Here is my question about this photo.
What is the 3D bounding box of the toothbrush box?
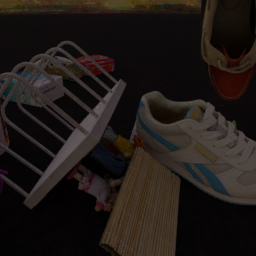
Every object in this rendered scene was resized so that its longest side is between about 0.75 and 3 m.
[{"bbox_3d":[-3.010,-1.265,8.808,1.592,0.679,1.165,10,28,20],"label":"toothbrush box"}]

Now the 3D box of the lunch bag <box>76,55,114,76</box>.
[{"bbox_3d":[-1.335,-2.574,11.638,1.492,0.611,1.314,-19,37,-33],"label":"lunch bag"}]

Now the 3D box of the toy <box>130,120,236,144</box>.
[{"bbox_3d":[1.296,-0.085,6.554,2.394,0.565,1.379,4,26,8],"label":"toy"}]

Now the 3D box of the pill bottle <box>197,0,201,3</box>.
[{"bbox_3d":[1.652,-2.937,4.871,1.524,1.524,2.633,3,30,7],"label":"pill bottle"}]

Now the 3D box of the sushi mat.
[{"bbox_3d":[0.310,1.100,3.995,1.003,0.127,2.097,37,29,-8],"label":"sushi mat"}]

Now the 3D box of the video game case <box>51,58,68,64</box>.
[{"bbox_3d":[-3.552,-3.029,13.046,0.921,0.116,1.286,21,33,37],"label":"video game case"}]

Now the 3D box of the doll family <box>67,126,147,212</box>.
[{"bbox_3d":[-0.152,0.536,4.725,1.157,0.840,1.863,37,26,-11],"label":"doll family"}]

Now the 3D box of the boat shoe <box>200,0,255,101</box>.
[{"bbox_3d":[1.023,-0.878,2.746,0.624,1.753,0.549,-2,49,15],"label":"boat shoe"}]

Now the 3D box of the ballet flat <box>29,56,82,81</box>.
[{"bbox_3d":[-2.938,-2.394,10.945,2.541,0.898,0.898,10,28,20],"label":"ballet flat"}]

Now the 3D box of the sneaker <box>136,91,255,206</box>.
[{"bbox_3d":[1.383,0.289,4.796,2.956,1.194,1.131,21,48,26],"label":"sneaker"}]

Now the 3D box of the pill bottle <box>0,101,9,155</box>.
[{"bbox_3d":[-3.222,-0.539,5.472,1.322,2.316,1.322,0,26,0],"label":"pill bottle"}]

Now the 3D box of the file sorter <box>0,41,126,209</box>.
[{"bbox_3d":[-1.344,-0.301,4.996,1.583,1.764,2.543,40,25,-12],"label":"file sorter"}]

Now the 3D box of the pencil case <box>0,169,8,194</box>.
[{"bbox_3d":[-3.136,0.401,3.938,2.735,1.264,1.164,32,-10,9],"label":"pencil case"}]
